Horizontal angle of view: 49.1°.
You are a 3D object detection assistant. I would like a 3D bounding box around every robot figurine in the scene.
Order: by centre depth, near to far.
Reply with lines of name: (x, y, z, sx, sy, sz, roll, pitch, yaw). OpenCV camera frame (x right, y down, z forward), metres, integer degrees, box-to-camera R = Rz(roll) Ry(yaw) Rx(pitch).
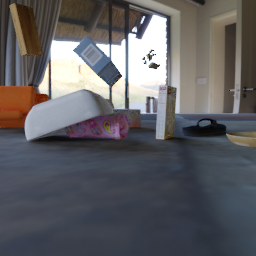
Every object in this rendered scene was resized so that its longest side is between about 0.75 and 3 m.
robot figurine: (-4.532, -0.823, 10.906, 2.811, 2.022, 1.639, -2, -31, -14)

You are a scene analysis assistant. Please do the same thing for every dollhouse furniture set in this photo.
dollhouse furniture set: (1.123, -3.188, 13.193, 0.540, 0.813, 0.713, 4, -31, -40)

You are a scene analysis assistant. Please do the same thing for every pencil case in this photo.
pencil case: (-0.771, -0.073, 6.799, 1.570, 0.686, 0.686, 3, 5, 22)

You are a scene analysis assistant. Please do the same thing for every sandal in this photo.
sandal: (2.328, -0.056, 8.261, 0.779, 0.439, 2.050, 3, 5, 38)

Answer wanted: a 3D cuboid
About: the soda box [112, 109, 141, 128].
soda box: (-0.498, -0.364, 10.556, 2.146, 0.734, 0.682, -3, 5, -41)

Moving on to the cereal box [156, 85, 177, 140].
cereal box: (0.954, -0.390, 6.900, 0.254, 1.285, 0.924, 5, 5, 24)

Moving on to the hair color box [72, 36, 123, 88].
hair color box: (-0.755, -1.737, 7.673, 0.555, 0.906, 1.829, -44, -7, 5)

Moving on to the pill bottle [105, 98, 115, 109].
pill bottle: (-2.133, -1.135, 17.339, 2.466, 1.365, 1.365, 4, 5, 41)

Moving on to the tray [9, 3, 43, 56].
tray: (-3.065, -2.950, 8.521, 0.270, 1.461, 0.720, -8, 8, 25)

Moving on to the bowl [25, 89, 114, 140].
bowl: (-1.435, -0.385, 6.878, 1.995, 0.746, 1.998, -19, 4, 5)

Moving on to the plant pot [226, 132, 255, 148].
plant pot: (2.831, 0.239, 5.641, 1.612, 0.221, 1.612, -1, 3, 0)
